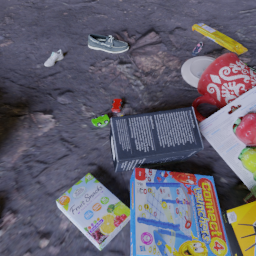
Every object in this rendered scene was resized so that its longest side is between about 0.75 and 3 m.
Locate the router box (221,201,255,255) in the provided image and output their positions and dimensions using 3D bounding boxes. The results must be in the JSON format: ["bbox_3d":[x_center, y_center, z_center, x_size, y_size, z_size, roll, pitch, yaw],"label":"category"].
[{"bbox_3d":[2.623,2.306,5.731,1.068,0.366,1.432,-32,43,30],"label":"router box"}]

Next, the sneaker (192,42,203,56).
[{"bbox_3d":[2.901,-3.331,11.753,0.286,0.334,0.814,23,52,19],"label":"sneaker"}]

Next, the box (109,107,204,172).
[{"bbox_3d":[0.633,0.357,7.407,2.133,1.583,1.142,-7,73,-8],"label":"box"}]

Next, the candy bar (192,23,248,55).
[{"bbox_3d":[3.971,-3.990,12.361,0.702,0.312,2.814,-26,53,-26],"label":"candy bar"}]

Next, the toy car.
[{"bbox_3d":[-0.557,-0.317,9.075,1.273,0.302,1.353,-20,50,-16],"label":"toy car"}]

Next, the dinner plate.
[{"bbox_3d":[2.924,-2.189,10.673,1.762,0.214,1.762,-3,56,4],"label":"dinner plate"}]

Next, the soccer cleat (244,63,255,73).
[{"bbox_3d":[4.543,-1.494,9.770,1.114,0.928,2.748,-5,49,-32],"label":"soccer cleat"}]

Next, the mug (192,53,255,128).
[{"bbox_3d":[3.505,-0.768,8.932,1.681,2.236,2.519,6,38,-49],"label":"mug"}]

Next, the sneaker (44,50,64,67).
[{"bbox_3d":[-3.011,-2.837,11.253,0.357,0.420,0.949,28,54,21],"label":"sneaker"}]

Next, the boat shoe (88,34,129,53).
[{"bbox_3d":[-0.846,-3.619,11.861,1.793,0.554,0.653,10,49,9],"label":"boat shoe"}]

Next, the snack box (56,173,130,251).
[{"bbox_3d":[-0.830,2.002,6.892,1.570,0.416,1.117,36,56,26],"label":"snack box"}]

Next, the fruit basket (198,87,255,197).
[{"bbox_3d":[3.585,0.384,7.301,2.558,1.294,2.761,-32,64,-13],"label":"fruit basket"}]

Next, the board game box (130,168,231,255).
[{"bbox_3d":[1.104,2.033,6.508,2.052,0.586,2.096,7,48,-8],"label":"board game box"}]

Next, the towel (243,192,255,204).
[{"bbox_3d":[3.500,1.957,7.171,0.634,0.100,0.881,-32,54,-23],"label":"towel"}]
